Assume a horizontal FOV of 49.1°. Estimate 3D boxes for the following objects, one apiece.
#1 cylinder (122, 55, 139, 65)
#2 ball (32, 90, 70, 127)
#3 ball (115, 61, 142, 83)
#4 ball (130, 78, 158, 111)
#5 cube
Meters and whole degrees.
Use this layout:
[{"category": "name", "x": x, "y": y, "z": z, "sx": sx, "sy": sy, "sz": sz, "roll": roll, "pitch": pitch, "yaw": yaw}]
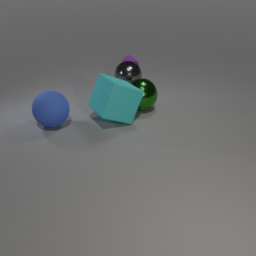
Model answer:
[{"category": "cylinder", "x": 0.147, "y": -3.577, "z": 15.567, "sx": 0.700, "sy": 0.700, "sz": 0.700, "roll": -16, "pitch": 47, "yaw": -25}, {"category": "ball", "x": -2.957, "y": -0.737, "z": 10.754, "sx": 1.400, "sy": 1.400, "sz": 1.400, "roll": 0, "pitch": 30, "yaw": 0}, {"category": "ball", "x": 0.012, "y": -2.728, "z": 14.308, "sx": 1.400, "sy": 1.400, "sz": 1.400, "roll": 0, "pitch": 30, "yaw": 0}, {"category": "ball", "x": 0.575, "y": -1.434, "z": 12.052, "sx": 1.400, "sy": 1.400, "sz": 1.400, "roll": 0, "pitch": 30, "yaw": 0}, {"category": "cube", "x": -0.496, "y": -1.149, "z": 11.017, "sx": 1.400, "sy": 1.400, "sz": 1.400, "roll": 11, "pitch": 19, "yaw": -37}]
